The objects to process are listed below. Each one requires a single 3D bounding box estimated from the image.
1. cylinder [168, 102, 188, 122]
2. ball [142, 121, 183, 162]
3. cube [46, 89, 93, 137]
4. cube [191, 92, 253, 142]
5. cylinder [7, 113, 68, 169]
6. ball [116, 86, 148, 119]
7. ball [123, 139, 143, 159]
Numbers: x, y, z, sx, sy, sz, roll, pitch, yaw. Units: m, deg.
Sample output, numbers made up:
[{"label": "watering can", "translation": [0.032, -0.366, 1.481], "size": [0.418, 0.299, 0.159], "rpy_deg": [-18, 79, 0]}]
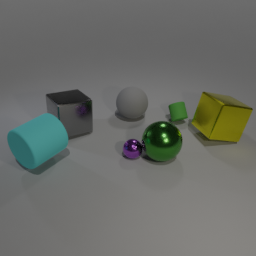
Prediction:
[{"label": "cylinder", "translation": [2.133, -0.694, 11.927], "size": [0.700, 0.700, 0.700], "rpy_deg": [-12, -7, -2]}, {"label": "ball", "translation": [1.167, 0.453, 9.628], "size": [1.400, 1.400, 1.400], "rpy_deg": [0, 31, 0]}, {"label": "cube", "translation": [-2.328, -0.598, 11.149], "size": [1.400, 1.400, 1.400], "rpy_deg": [-14, 31, -30]}, {"label": "cube", "translation": [3.535, -0.435, 10.694], "size": [1.400, 1.400, 1.400], "rpy_deg": [6, 24, -22]}, {"label": "cylinder", "translation": [-2.952, 0.410, 9.236], "size": [1.400, 1.400, 1.400], "rpy_deg": [21, 38, 30]}, {"label": "ball", "translation": [0.179, -1.101, 12.160], "size": [1.400, 1.400, 1.400], "rpy_deg": [0, 31, 0]}, {"label": "ball", "translation": [0.165, 0.728, 9.856], "size": [0.700, 0.700, 0.700], "rpy_deg": [0, 31, 0]}]
